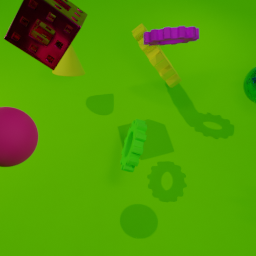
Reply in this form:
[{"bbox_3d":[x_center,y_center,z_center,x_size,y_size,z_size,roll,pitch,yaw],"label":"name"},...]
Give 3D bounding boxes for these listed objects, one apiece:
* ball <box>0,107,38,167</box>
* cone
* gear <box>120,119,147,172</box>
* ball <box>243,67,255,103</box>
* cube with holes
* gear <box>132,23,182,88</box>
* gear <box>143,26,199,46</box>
[{"bbox_3d":[-1.806,0.132,4.177,0.898,0.898,0.898,0,60,0],"label":"ball"},{"bbox_3d":[-1.680,-2.034,7.955,0.941,0.945,0.941,4,22,-2],"label":"cone"},{"bbox_3d":[0.118,0.402,6.445,0.223,1.207,1.207,16,60,-10],"label":"gear"},{"bbox_3d":[3.309,-1.049,6.768,0.976,0.976,0.976,0,60,0],"label":"ball"},{"bbox_3d":[-1.545,-1.985,5.446,1.025,1.025,1.025,32,28,-20],"label":"cube with holes"},{"bbox_3d":[0.816,-1.997,7.804,0.350,1.890,1.890,-35,61,16],"label":"gear"},{"bbox_3d":[0.949,-2.023,6.208,1.201,1.201,0.222,-4,99,-3],"label":"gear"}]
